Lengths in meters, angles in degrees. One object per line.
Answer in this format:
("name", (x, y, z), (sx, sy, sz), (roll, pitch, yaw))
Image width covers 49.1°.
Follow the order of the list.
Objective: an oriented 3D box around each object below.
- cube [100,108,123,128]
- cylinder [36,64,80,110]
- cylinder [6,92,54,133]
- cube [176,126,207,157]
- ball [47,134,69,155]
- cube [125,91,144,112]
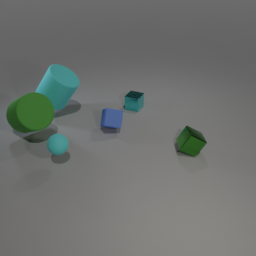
("cube", (-0.663, -0.379, 11.263), (0.700, 0.700, 0.700), (8, -4, -19))
("cylinder", (-3.005, -1.738, 11.964), (1.400, 1.400, 1.400), (29, 33, -20))
("cylinder", (-3.720, -0.551, 10.636), (1.400, 1.400, 1.400), (-27, 12, -36))
("cube", (2.251, 0.470, 10.004), (0.700, 0.700, 0.700), (24, 26, -16))
("ball", (-2.315, 0.541, 9.236), (0.700, 0.700, 0.700), (0, 32, 0))
("cube", (0.298, -1.247, 13.041), (0.700, 0.700, 0.700), (14, 34, 21))
